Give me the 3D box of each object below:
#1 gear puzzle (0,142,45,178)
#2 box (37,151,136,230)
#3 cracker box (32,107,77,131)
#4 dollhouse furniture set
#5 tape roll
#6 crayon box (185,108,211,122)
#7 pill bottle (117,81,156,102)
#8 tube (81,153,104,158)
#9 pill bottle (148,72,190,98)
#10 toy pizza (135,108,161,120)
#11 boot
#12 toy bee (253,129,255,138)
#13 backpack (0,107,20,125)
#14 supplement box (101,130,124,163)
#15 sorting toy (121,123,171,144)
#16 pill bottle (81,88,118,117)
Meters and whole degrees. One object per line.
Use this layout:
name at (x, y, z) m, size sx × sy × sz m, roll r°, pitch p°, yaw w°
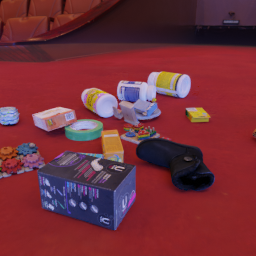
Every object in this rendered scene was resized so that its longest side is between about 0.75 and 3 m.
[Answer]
gear puzzle at (-3.716, 0.918, 7.883) m, size 2.482 × 0.325 × 1.286 m, roll -13°, pitch 38°, yaw -29°
box at (-0.889, 1.319, 6.290) m, size 1.892 × 1.003 × 1.156 m, roll 9°, pitch 23°, yaw 22°
cracker box at (-2.847, -0.381, 10.766) m, size 1.163 × 0.501 × 1.737 m, roll -21°, pitch 18°, yaw -29°
dollhouse furniture set at (0.271, -1.031, 11.553) m, size 1.360 × 0.940 × 1.441 m, roll 24°, pitch 56°, yaw 36°
tape roll at (-1.627, 0.056, 10.428) m, size 1.395 × 0.335 × 1.395 m, roll 0°, pitch 21°, yaw 0°
crayon box at (2.960, -0.535, 11.948) m, size 0.751 × 0.301 × 1.184 m, roll -1°, pitch 23°, yaw -3°
pill bottle at (0.454, -1.852, 14.340) m, size 1.831 × 1.016 × 1.016 m, roll 8°, pitch 23°, yaw 19°
tube at (-1.353, 0.902, 8.321) m, size 1.235 × 0.311 × 0.478 m, roll 2°, pitch 26°, yaw 8°
pill bottle at (2.247, -2.468, 15.588) m, size 2.167 × 1.238 × 1.238 m, roll 18°, pitch 28°, yaw 37°
toy pizza at (0.605, -0.625, 12.253) m, size 1.661 × 0.263 × 1.661 m, roll -2°, pitch 21°, yaw 1°
boot at (1.183, 0.940, 7.551) m, size 2.025 × 0.774 × 1.702 m, roll 8°, pitch 18°, yaw 2°
toy bee at (4.867, 0.166, 9.325) m, size 1.450 × 0.788 × 0.949 m, roll 0°, pitch 52°, yaw 36°
backpack at (-4.879, -0.501, 11.416) m, size 0.887 × 0.836 × 1.088 m, roll -2°, pitch 34°, yaw -23°
supplement box at (-0.498, 0.621, 8.679) m, size 0.588 × 0.569 × 1.710 m, roll -4°, pitch 21°, yaw -10°
sorting toy at (0.497, 0.199, 10.032) m, size 2.152 × 0.364 × 1.038 m, roll 17°, pitch 27°, yaw 36°
pill bottle at (-1.378, -1.217, 12.696) m, size 1.032 × 1.032 × 1.979 m, roll -13°, pitch 25°, yaw -31°
